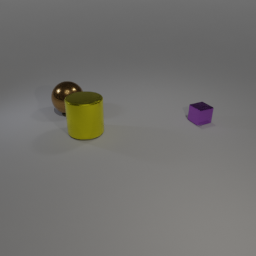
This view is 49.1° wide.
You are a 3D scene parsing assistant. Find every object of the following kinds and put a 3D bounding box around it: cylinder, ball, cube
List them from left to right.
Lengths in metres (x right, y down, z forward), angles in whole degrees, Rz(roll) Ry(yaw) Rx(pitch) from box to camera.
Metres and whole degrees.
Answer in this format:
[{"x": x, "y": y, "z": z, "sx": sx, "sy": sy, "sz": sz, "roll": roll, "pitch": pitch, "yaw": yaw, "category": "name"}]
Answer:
[{"x": -2.578, "y": -1.307, "z": 12.042, "sx": 1.400, "sy": 1.400, "sz": 1.400, "roll": 0, "pitch": 29, "yaw": 0, "category": "ball"}, {"x": -1.614, "y": -0.493, "z": 10.525, "sx": 1.400, "sy": 1.400, "sz": 1.400, "roll": 0, "pitch": 27, "yaw": 0, "category": "cylinder"}, {"x": 2.960, "y": -0.590, "z": 11.466, "sx": 0.700, "sy": 0.700, "sz": 0.700, "roll": -14, "pitch": 32, "yaw": -24, "category": "cube"}]
